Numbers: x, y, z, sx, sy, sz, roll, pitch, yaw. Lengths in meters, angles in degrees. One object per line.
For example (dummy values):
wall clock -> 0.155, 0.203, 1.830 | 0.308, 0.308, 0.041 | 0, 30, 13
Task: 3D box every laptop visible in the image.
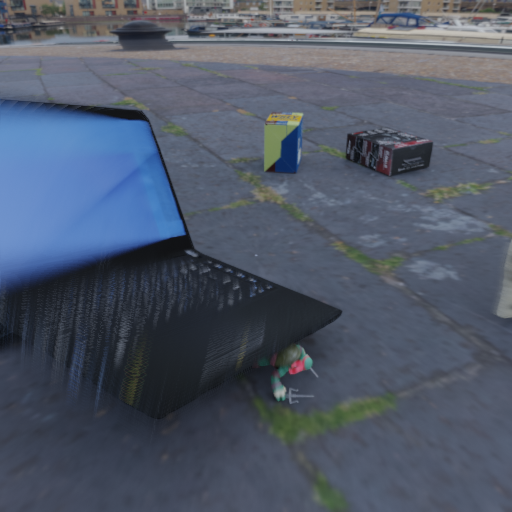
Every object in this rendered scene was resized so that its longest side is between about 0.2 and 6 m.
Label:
laptop -> -1.428, -0.479, 7.403 | 4.472, 2.310, 3.964 | 21, 21, 30
laptop -> -3.344, 0.192, 10.281 | 3.861, 1.994, 3.422 | -43, 43, -18

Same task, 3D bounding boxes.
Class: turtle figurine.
turtle figurine -> 0.350, 1.400, 7.456 | 1.214, 0.611, 0.909 | 12, 33, 32

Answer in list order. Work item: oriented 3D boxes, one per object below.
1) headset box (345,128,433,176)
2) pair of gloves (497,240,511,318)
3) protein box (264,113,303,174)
headset box -> 3.792, -2.959, 15.803 | 1.550, 0.805, 2.083 | -16, 32, -28
pair of gloves -> 4.487, 0.060, 8.860 | 1.935, 1.645, 0.339 | -13, 28, -33
protein box -> 0.775, -3.164, 15.593 | 0.921, 1.356, 1.366 | 4, 27, 8
